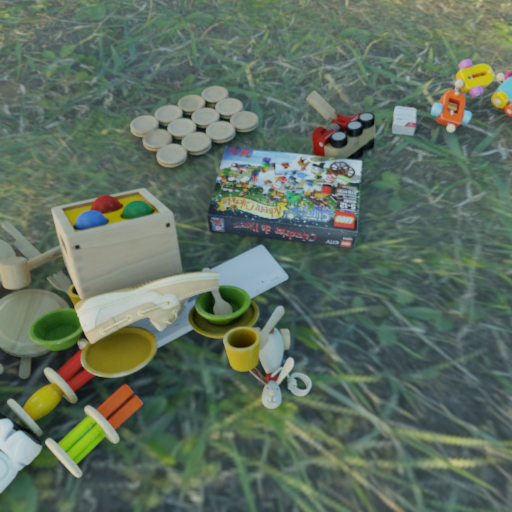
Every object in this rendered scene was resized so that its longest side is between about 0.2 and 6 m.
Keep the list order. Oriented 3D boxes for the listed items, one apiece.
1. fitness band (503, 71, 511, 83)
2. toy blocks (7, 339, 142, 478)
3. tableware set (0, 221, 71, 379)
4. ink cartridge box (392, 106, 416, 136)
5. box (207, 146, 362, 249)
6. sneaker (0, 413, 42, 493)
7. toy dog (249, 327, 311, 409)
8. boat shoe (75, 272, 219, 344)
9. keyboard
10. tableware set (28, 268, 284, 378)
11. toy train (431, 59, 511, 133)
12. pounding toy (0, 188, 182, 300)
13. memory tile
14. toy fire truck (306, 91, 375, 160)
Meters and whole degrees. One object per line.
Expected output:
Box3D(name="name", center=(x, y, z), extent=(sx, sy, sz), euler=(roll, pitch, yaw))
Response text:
Box3D(name="fitness band", center=(6.916, -4.559, 14.772), extent=(0.680, 0.177, 0.947), euler=(1, 53, 1))
Box3D(name="toy blocks", center=(-2.622, 2.202, 9.120), extent=(1.772, 0.772, 2.127), euler=(33, 58, 24))
Box3D(name="tableware set", center=(-4.640, 0.768, 10.320), extent=(3.123, 0.626, 2.064), euler=(40, 47, 21))
Box3D(name="ink cartridge box", center=(3.627, -3.303, 13.712), extent=(0.518, 0.294, 0.711), euler=(9, 53, 7))
Box3D(name="box", center=(0.660, -1.297, 11.966), extent=(3.059, 0.576, 2.089), euler=(7, 52, 5))
Box3D(name="sneaker", center=(-4.966, 2.600, 8.625), extent=(3.281, 1.233, 1.330), euler=(24, 64, 19))
Box3D(name="toy dog", center=(0.285, 1.730, 9.513), extent=(0.987, 0.721, 1.497), euler=(-18, 54, -13))
Box3D(name="boat shoe", center=(-1.705, 0.851, 9.293), extent=(2.397, 0.884, 0.829), euler=(-15, 85, -11))
Box3D(name="keyboard", center=(-1.100, 0.835, 10.599), extent=(3.518, 0.188, 0.990), euler=(-27, 52, -20))
Box3D(name="tableware set", center=(-1.647, 1.049, 9.301), extent=(3.890, 0.597, 2.620), euler=(10, 34, 21))
Box3D(name="toy train", center=(5.579, -3.712, 13.839), extent=(2.638, 0.734, 1.982), euler=(10, 79, -5))
Box3D(name="pounding toy", center=(-3.206, -0.350, 10.178), extent=(2.910, 1.331, 2.556), euler=(-16, 27, -22))
Box3D(name="memory tile", center=(-1.505, -3.193, 13.622), extent=(2.747, 0.231, 2.105), euler=(-30, 55, -20))
Box3D(name="toy fire truck", center=(1.755, -3.011, 13.117), extent=(1.489, 1.088, 1.691), euler=(-38, 50, -25))
